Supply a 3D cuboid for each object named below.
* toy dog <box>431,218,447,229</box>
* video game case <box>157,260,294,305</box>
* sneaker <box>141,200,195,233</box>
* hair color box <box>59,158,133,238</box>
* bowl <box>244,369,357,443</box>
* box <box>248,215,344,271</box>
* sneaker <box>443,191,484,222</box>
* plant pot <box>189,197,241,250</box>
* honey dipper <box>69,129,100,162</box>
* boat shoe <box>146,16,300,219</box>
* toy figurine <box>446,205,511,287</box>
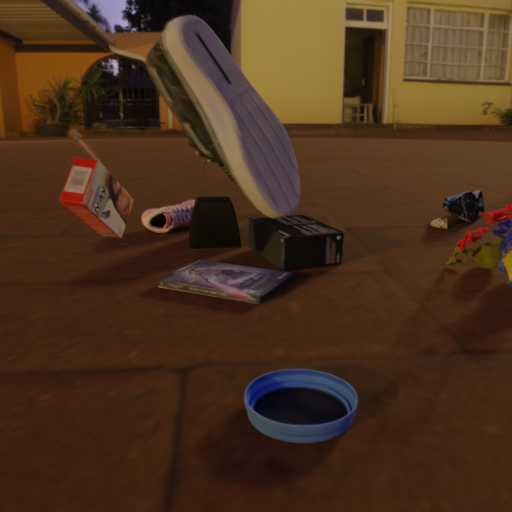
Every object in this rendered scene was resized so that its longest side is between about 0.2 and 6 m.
[{"bbox_3d":[4.706,-0.848,14.425,0.397,0.277,0.385,4,3,15],"label":"toy dog"},{"bbox_3d":[-0.521,0.427,9.979,2.004,0.190,1.432,8,17,25],"label":"video game case"},{"bbox_3d":[-1.934,-0.957,14.022,1.816,0.683,0.949,-10,14,-12],"label":"sneaker"},{"bbox_3d":[-2.430,-0.867,8.683,0.425,0.738,1.330,9,-17,14],"label":"hair color box"},{"bbox_3d":[0.461,1.545,5.834,1.176,0.231,1.176,0,16,0],"label":"bowl"},{"bbox_3d":[0.768,-0.321,11.627,1.318,0.736,1.867,-3,16,-22],"label":"box"},{"bbox_3d":[5.646,-1.324,15.570,0.963,0.840,2.142,-7,2,35],"label":"sneaker"},{"bbox_3d":[-0.964,-0.793,12.804,1.158,1.030,1.161,-1,15,-7],"label":"plant pot"},{"bbox_3d":[-3.960,-2.515,12.996,0.188,0.988,0.188,-40,-4,-3],"label":"honey dipper"},{"bbox_3d":[-0.467,-1.937,8.437,1.137,3.206,1.155,-20,13,47],"label":"boat shoe"},{"bbox_3d":[4.389,0.150,9.906,1.176,1.336,2.229,-14,-26,-8],"label":"toy figurine"}]
